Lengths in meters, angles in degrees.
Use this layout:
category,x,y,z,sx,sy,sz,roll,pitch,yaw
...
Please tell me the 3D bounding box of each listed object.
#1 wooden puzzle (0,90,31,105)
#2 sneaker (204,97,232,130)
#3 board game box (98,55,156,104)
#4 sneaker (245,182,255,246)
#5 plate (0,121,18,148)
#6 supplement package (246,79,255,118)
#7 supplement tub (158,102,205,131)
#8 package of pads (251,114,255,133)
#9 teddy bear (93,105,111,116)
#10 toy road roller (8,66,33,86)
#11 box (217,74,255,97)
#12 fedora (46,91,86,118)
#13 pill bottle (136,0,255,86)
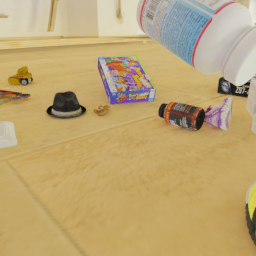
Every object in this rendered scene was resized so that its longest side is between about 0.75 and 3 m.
category,x,y,z,sx,sy,sz,roll,pitch,yaw
wooden puzzle,-5.354,-1.187,10.990,2.800,0.197,1.660,10,24,23
sneaker,2.815,-0.502,8.742,0.786,0.715,1.778,2,22,26
board game box,-0.132,-2.045,11.405,1.768,0.589,2.629,-6,44,-15
sneaker,2.245,1.384,3.560,1.058,1.072,2.805,2,22,8
plate,-3.935,0.183,7.556,1.682,0.272,1.678,-10,25,-22
supplement package,4.589,-0.869,9.024,1.096,1.088,1.445,4,23,10
supplement tub,1.577,-0.401,8.410,1.323,0.707,0.707,18,28,35
package of pads,4.525,0.063,7.343,1.487,0.657,1.925,-9,25,-18
teddy bear,-0.880,-0.659,9.619,0.582,0.268,0.803,6,23,19
toy road roller,-5.160,-2.521,13.422,1.123,0.819,0.690,2,22,5
box,5.657,-1.822,11.952,2.953,0.643,2.366,15,27,33
fedora,-2.123,-0.858,9.550,1.485,0.678,1.485,-1,22,0
pill bottle,1.483,-1.995,5.656,1.413,1.413,2.598,-20,53,-40
